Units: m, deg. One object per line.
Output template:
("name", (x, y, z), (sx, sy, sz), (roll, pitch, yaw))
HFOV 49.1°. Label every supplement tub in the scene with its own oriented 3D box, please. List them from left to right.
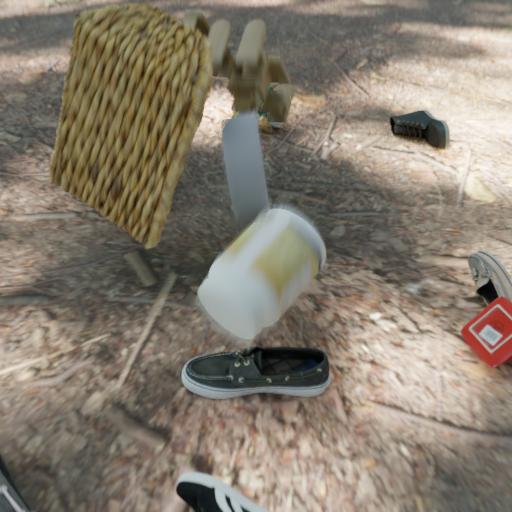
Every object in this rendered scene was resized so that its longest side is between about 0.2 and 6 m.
("supplement tub", (0.090, 0.268, 8.563), (1.283, 1.283, 1.777), (27, 59, 30))

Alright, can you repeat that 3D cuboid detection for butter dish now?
("butter dish", (4.275, 1.418, 9.678), (1.024, 0.759, 1.026), (-44, 35, 12))

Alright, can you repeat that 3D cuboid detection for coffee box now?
("coffee box", (-0.136, -4.285, 16.316), (0.922, 0.330, 1.499), (7, 61, 42))

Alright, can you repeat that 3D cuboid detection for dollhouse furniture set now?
("dollhouse furniture set", (-0.473, -4.168, 11.885), (2.448, 2.146, 1.626), (10, 75, 23))

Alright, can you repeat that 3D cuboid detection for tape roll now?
("tape roll", (-0.161, -1.450, 9.448), (0.583, 1.763, 1.763), (-8, 39, 3))

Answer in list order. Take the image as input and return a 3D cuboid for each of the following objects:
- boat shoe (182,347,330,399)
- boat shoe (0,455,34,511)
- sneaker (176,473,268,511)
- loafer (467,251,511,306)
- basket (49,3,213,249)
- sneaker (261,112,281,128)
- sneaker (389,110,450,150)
("boat shoe", (-0.002, 1.810, 9.168), (2.450, 0.693, 0.841), (0, 39, 1))
("boat shoe", (-3.059, 3.295, 7.181), (2.728, 0.912, 0.777), (24, 49, 31))
("sneaker", (-0.434, 3.537, 7.063), (1.805, 0.660, 1.010), (19, 42, 20))
("loafer", (4.512, 0.655, 10.642), (0.632, 0.723, 2.012), (-14, 43, -6))
("basket", (-1.797, -2.369, 10.240), (2.616, 3.512, 2.506), (32, 35, 11))
("sneaker", (0.319, -4.348, 16.791), (0.859, 0.775, 2.097), (-2, 28, 1))
("sneaker", (4.555, -3.439, 15.693), (1.141, 0.804, 2.148), (-9, 30, -4))
